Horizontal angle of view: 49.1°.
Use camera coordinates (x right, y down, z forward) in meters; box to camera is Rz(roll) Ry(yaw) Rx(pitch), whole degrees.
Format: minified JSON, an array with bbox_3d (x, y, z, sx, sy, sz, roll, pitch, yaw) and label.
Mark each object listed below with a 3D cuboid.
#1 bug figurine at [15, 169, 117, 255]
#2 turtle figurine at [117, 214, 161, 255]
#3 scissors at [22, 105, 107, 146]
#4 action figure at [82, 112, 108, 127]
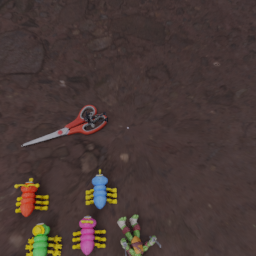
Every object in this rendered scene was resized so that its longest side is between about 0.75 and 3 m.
[{"bbox_3d":[-1.607,2.174,7.116,2.737,0.704,2.123,-6,65,-3],"label":"bug figurine"},{"bbox_3d":[0.229,2.588,6.687,0.824,1.145,1.111,-23,53,-5],"label":"turtle figurine"},{"bbox_3d":[-1.853,0.151,8.426,2.594,0.181,0.949,-32,70,-17],"label":"scissors"},{"bbox_3d":[-1.014,-0.285,8.293,0.781,0.398,0.464,-7,109,7],"label":"action figure"}]
